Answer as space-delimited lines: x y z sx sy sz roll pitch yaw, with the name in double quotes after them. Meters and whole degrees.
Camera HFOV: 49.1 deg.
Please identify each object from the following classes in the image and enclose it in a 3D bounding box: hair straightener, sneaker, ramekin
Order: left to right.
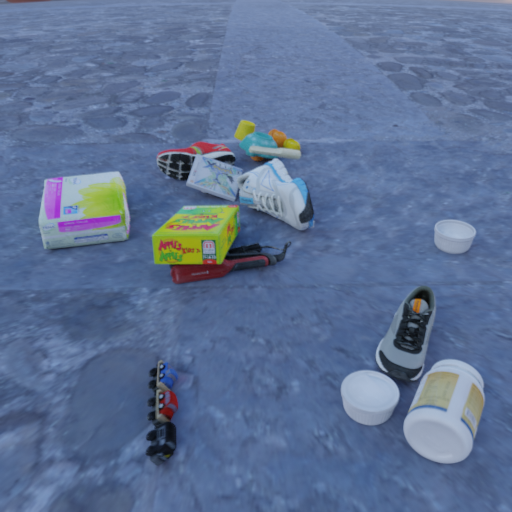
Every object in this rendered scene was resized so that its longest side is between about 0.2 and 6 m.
-1.655 -2.603 14.871 2.202 0.848 0.935 -7 48 -30 "sneaker"
-0.518 -0.049 11.131 2.473 0.506 0.952 -13 32 -9 "hair straightener"
0.349 -1.283 12.799 1.325 1.146 3.057 -15 26 -12 "sneaker"
1.603 2.038 7.960 0.811 0.378 0.811 -1 32 1 "ramekin"
2.421 1.192 8.909 0.746 0.801 2.020 17 37 16 "sneaker"
4.150 -0.386 11.794 0.819 0.430 0.819 0 32 0 "ramekin"

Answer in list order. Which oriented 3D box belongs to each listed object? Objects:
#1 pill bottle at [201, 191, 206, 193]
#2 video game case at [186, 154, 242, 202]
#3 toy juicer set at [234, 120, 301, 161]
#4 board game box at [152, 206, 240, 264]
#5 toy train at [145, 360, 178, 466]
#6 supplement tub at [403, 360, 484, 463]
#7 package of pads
-1.174 -1.886 14.220 0.394 0.394 0.696 10 33 16 "pill bottle"
-1.016 -1.954 13.930 1.241 0.137 1.131 18 49 -8 "video game case"
0.399 -2.964 15.768 1.796 0.768 2.823 11 25 -15 "toy juicer set"
-1.108 -0.471 11.159 1.241 0.581 2.442 0 17 7 "board game box"
-1.297 2.099 7.832 0.411 0.306 1.795 -31 31 10 "toy train"
2.530 2.034 7.447 0.859 0.859 1.187 17 38 25 "supplement tub"
-3.799 -1.095 12.563 1.831 0.808 2.370 -8 33 -13 "package of pads"
